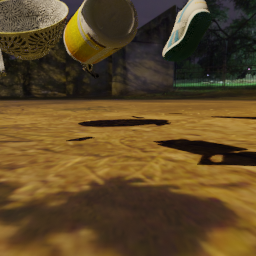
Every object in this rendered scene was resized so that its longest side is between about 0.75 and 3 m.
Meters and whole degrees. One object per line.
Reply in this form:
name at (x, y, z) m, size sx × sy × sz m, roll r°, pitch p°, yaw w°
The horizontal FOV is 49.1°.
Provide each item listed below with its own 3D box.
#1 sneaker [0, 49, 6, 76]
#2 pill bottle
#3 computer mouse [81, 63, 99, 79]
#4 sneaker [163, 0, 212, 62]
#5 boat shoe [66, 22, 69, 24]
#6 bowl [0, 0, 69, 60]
sneaker at (-2.536, -1.297, 5.368) m, size 0.269 × 0.761 × 0.278 m, roll -12°, pitch -31°, yaw -21°
pill bottle at (-0.519, -1.506, 4.443) m, size 0.825 × 0.825 × 1.510 m, roll -4°, pitch 1°, yaw -27°
computer mouse at (-1.551, -2.472, 10.843) m, size 0.834 × 0.334 × 1.521 m, roll 43°, pitch -7°, yaw 9°
sneaker at (2.069, -3.457, 10.176) m, size 1.014 × 1.071 × 2.651 m, roll 6°, pitch -30°, yaw -21°
boat shoe at (-1.311, -2.676, 7.919) m, size 0.395 × 1.264 × 0.450 m, roll -32°, pitch -26°, yaw -4°
bowl at (-3.069, -2.909, 8.547) m, size 2.676 × 1.256 × 2.676 m, roll 0°, pitch 43°, yaw 0°
